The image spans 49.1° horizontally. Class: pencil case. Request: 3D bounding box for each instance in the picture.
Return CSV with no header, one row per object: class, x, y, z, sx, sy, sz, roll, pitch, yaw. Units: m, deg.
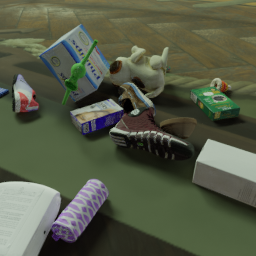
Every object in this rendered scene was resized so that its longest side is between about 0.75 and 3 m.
pencil case,-1.202,2.084,7.247,0.757,0.743,1.771,-23,16,38

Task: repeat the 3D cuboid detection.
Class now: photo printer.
photo printer,-2.844,2.289,6.840,1.941,0.810,2.333,5,35,9

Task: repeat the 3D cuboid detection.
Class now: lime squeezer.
lime squeezer,-1.930,-1.862,10.138,0.541,2.867,1.012,22,26,-24

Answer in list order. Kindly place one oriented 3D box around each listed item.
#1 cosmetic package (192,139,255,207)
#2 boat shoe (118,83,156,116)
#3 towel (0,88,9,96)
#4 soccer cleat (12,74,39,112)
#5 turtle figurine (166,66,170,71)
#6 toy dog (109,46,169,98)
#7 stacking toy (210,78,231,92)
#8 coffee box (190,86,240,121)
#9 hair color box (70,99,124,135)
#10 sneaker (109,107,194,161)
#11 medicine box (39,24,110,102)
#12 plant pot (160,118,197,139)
cosmetic package,3.180,1.310,8.094,2.290,0.971,1.232,19,41,26
boat shoe,0.111,-1.145,11.563,0.913,0.912,2.524,-22,36,-19
towel,-6.524,-1.696,13.063,1.586,0.189,1.148,17,38,23
soccer cleat,-4.569,-1.534,12.348,1.010,0.941,2.760,2,32,-24
turtle figurine,1.778,-3.262,15.050,0.939,0.473,0.703,-2,47,-30
toy dog,0.428,-2.542,13.177,2.677,1.868,2.595,8,73,8
stacking toy,4.444,-1.920,13.167,0.971,0.709,0.709,6,31,-26
coffee box,3.641,-1.086,11.956,1.266,0.453,2.058,-10,36,-14
hair color box,-1.197,-0.471,10.977,1.842,0.597,1.007,-22,41,-26
sneaker,0.941,-0.017,9.554,2.921,1.105,1.687,13,54,18
medicine box,-2.258,-2.969,12.637,1.377,2.436,2.675,-24,27,25
plant pot,1.731,0.073,9.552,1.245,1.245,0.575,-2,76,-2
